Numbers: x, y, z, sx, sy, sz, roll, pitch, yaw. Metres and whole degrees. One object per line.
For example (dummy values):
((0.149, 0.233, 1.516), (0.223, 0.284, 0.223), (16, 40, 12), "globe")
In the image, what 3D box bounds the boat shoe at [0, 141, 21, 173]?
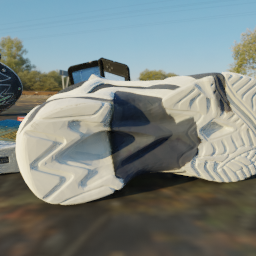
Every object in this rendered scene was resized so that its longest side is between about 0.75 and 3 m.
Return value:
((-1.621, 0.291, 3.141), (1.168, 0.431, 0.498), (-2, 7, -32), "boat shoe")

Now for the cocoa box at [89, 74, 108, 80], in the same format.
((-0.352, -0.319, 4.612), (0.807, 0.794, 1.210), (32, 8, -1), "cocoa box")

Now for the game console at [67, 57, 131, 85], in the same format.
((-0.956, -1.325, 10.310), (1.897, 2.157, 1.255), (23, 48, 28), "game console")

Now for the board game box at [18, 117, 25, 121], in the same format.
((-2.402, -0.266, 8.272), (0.837, 0.158, 1.625), (1, 4, 13), "board game box")

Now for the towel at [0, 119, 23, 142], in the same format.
((-1.841, 0.147, 4.543), (1.438, 0.213, 1.960), (8, 9, 4), "towel")

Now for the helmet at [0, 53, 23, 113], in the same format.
((-5.380, -1.621, 10.555), (2.479, 2.479, 2.363), (-5, 42, -34), "helmet")

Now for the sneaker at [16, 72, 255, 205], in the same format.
((0.210, -0.096, 3.275), (2.824, 1.127, 1.838), (-13, 20, -18), "sneaker")
